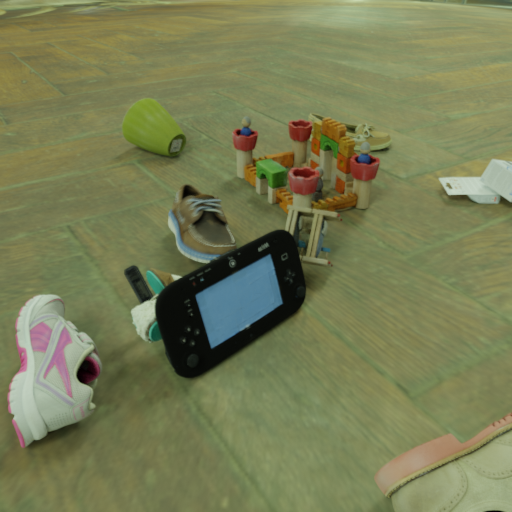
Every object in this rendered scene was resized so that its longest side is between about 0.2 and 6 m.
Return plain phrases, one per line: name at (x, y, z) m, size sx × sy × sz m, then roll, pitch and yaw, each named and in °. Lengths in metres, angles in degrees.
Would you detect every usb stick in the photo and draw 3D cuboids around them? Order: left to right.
usb stick at (-1.836, 0.545, 8.962) m, size 0.239 × 0.863 × 0.141 m, roll -26°, pitch 26°, yaw -7°

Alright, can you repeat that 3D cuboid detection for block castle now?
block castle at (1.125, -2.328, 13.532) m, size 2.351 × 1.651 × 3.518 m, roll -14°, pitch 34°, yaw -23°

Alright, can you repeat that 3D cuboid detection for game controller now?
game controller at (-0.301, 0.670, 8.804) m, size 0.611 × 1.514 × 2.902 m, roll 17°, pitch 34°, yaw 43°

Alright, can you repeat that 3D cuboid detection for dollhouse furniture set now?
dollhouse furniture set at (1.144, -0.302, 11.071) m, size 1.005 × 1.011 × 1.434 m, roll 11°, pitch -5°, yaw 16°

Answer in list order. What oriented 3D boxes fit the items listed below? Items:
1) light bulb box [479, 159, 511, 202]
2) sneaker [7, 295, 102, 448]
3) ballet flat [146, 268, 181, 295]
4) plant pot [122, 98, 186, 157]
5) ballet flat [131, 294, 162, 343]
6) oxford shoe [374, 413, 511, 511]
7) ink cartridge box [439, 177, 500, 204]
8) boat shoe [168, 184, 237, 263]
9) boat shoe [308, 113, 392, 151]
light bulb box at (6.030, -1.762, 13.243) m, size 0.961 × 0.605 × 0.969 m, roll -3°, pitch 38°, yaw -38°
sneaker at (-2.787, 1.510, 8.019) m, size 1.120 × 1.033 × 2.538 m, roll -7°, pitch 41°, yaw -13°
ballet flat at (-1.328, 0.679, 9.674) m, size 0.588 × 0.552 × 1.626 m, roll -22°, pitch 40°, yaw -24°
plant pot at (-2.751, -3.485, 15.902) m, size 1.522 × 1.424 × 1.424 m, roll 36°, pitch 45°, yaw 23°
ballet flat at (-1.056, 0.663, 8.871) m, size 2.077 × 0.745 × 0.745 m, roll -22°, pitch 38°, yaw -36°
oxford shoe at (2.882, 2.533, 6.480) m, size 2.977 × 1.054 × 1.099 m, roll -15°, pitch 53°, yaw -14°
ink cartridge box at (5.165, -1.589, 13.660) m, size 1.225 × 0.307 × 0.993 m, roll -2°, pitch 32°, yaw 3°
boat shoe at (-1.112, -0.691, 10.879) m, size 1.001 × 1.003 × 2.770 m, roll -5°, pitch 24°, yaw -27°
boat shoe at (2.738, -3.668, 16.520) m, size 2.530 × 0.796 × 0.923 m, roll 14°, pitch 34°, yaw 21°
